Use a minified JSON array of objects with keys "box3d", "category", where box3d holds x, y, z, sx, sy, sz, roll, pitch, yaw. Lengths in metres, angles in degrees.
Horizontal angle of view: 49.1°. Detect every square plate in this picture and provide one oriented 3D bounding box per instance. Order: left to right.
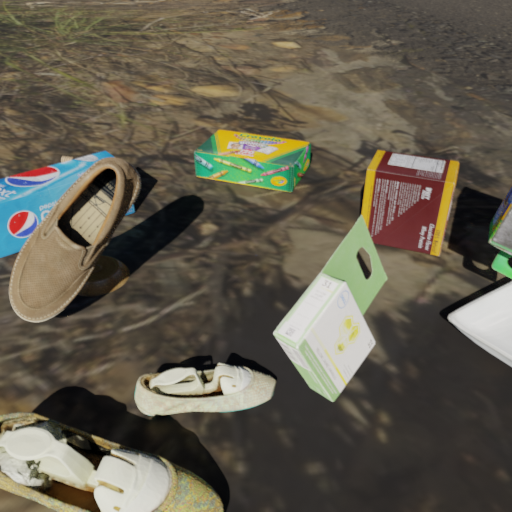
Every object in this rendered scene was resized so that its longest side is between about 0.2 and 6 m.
[{"box3d":[4.769,1.207,7.295,3.194,0.459,3.225,-19,38,-28],"category":"square plate"}]

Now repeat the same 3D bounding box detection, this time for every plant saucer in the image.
[{"box3d":[-2.561,0.266,8.969,1.031,0.182,1.031,0,33,0],"category":"plant saucer"}]

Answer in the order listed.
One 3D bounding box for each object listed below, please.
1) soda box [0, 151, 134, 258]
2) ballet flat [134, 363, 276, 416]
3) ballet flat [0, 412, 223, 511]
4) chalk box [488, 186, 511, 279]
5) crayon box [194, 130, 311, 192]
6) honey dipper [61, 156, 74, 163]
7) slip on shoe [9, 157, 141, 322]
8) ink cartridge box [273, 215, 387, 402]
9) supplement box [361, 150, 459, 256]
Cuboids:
[{"box3d":[-3.773,-0.925,10.003,2.998,1.017,0.962,-24,40,-31],"category":"soda box"},{"box3d":[-0.580,1.563,6.679,1.726,0.538,0.582,-7,34,-11],"category":"ballet flat"},{"box3d":[-1.608,2.149,5.481,2.615,0.924,0.924,11,35,16],"category":"ballet flat"},{"box3d":[3.705,-0.456,7.213,1.053,1.692,1.047,29,26,13],"category":"chalk box"},{"box3d":[-0.059,-2.077,12.084,2.205,0.642,1.310,11,35,17],"category":"crayon box"},{"box3d":[-3.839,-2.084,12.541,1.043,0.198,0.198,8,34,8],"category":"honey dipper"},{"box3d":[-2.414,-0.190,7.298,0.958,2.520,0.763,39,3,-7],"category":"slip on shoe"},{"box3d":[0.894,0.523,5.484,0.363,1.101,1.513,24,66,42],"category":"ink cartridge box"},{"box3d":[2.620,-0.925,9.664,1.406,1.387,0.934,12,34,18],"category":"supplement box"}]
